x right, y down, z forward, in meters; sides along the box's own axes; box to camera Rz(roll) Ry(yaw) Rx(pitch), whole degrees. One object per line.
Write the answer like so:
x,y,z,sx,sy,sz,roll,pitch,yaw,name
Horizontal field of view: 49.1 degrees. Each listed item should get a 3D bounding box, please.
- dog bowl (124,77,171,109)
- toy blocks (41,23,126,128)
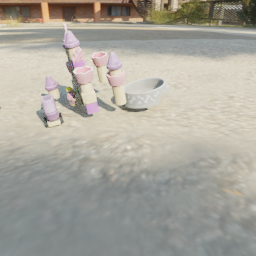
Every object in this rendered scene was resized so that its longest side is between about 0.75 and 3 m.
0.628,-1.352,10.362,1.851,0.543,1.851,-11,26,5,dog bowl
-1.827,-2.006,9.496,2.936,2.472,2.744,-18,36,-13,toy blocks
